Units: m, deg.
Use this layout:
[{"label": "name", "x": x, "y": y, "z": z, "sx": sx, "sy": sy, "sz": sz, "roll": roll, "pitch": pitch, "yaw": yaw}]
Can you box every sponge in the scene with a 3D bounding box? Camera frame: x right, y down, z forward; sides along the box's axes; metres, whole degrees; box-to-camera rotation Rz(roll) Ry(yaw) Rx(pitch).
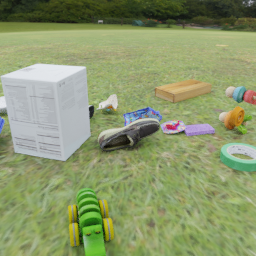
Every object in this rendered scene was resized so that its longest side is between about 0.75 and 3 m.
[{"label": "sponge", "x": 2.636, "y": 0.059, "z": 10.573, "sx": 1.091, "sy": 0.163, "sz": 0.609, "roll": -6, "pitch": 24, "yaw": -10}]

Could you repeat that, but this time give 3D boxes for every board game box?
[{"label": "board game box", "x": 1.723, "y": -0.141, "z": 10.743, "sx": 0.869, "sy": 0.214, "sz": 1.100, "roll": -12, "pitch": 24, "yaw": 1}]

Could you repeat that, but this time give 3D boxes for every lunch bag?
[{"label": "lunch bag", "x": 0.574, "y": -0.308, "z": 9.727, "sx": 1.166, "sy": 0.878, "sz": 0.548, "roll": -23, "pitch": 57, "yaw": 27}]

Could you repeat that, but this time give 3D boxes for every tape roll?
[{"label": "tape roll", "x": 3.510, "y": 0.874, "z": 8.619, "sx": 1.269, "sy": 0.305, "sz": 1.269, "roll": 1, "pitch": 25, "yaw": 0}]

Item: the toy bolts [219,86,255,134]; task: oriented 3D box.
[{"label": "toy bolts", "x": 3.872, "y": -0.785, "z": 10.292, "sx": 1.141, "sy": 1.645, "sz": 1.571, "roll": 25, "pitch": 9, "yaw": 42}]

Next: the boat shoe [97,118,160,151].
[{"label": "boat shoe", "x": 0.080, "y": 0.300, "z": 9.284, "sx": 2.157, "sy": 0.790, "sz": 0.699, "roll": -18, "pitch": 40, "yaw": -1}]

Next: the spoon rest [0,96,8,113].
[{"label": "spoon rest", "x": -4.961, "y": -1.322, "z": 12.801, "sx": 2.750, "sy": 0.833, "sz": 1.366, "roll": -19, "pitch": 31, "yaw": -37}]

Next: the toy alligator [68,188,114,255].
[{"label": "toy alligator", "x": -0.720, "y": 2.008, "z": 5.545, "sx": 0.861, "sy": 0.787, "sz": 2.902, "roll": -6, "pitch": 25, "yaw": -12}]

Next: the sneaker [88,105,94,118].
[{"label": "sneaker", "x": -2.026, "y": -0.631, "z": 11.603, "sx": 0.842, "sy": 0.552, "sz": 1.463, "roll": 12, "pitch": 29, "yaw": 20}]

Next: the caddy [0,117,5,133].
[{"label": "caddy", "x": -5.021, "y": 0.118, "z": 9.248, "sx": 1.636, "sy": 1.215, "sz": 2.315, "roll": -26, "pitch": 28, "yaw": -2}]

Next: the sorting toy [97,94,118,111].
[{"label": "sorting toy", "x": -0.943, "y": -1.009, "z": 12.348, "sx": 0.844, "sy": 0.501, "sz": 0.938, "roll": -10, "pitch": 28, "yaw": 16}]

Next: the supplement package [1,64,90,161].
[{"label": "supplement package", "x": -2.525, "y": -0.597, "z": 9.124, "sx": 1.910, "sy": 2.536, "sz": 1.925, "roll": 8, "pitch": 26, "yaw": 16}]

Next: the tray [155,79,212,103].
[{"label": "tray", "x": 2.920, "y": -2.010, "z": 14.685, "sx": 2.821, "sy": 0.522, "sz": 1.392, "roll": -17, "pitch": 30, "yaw": -34}]
